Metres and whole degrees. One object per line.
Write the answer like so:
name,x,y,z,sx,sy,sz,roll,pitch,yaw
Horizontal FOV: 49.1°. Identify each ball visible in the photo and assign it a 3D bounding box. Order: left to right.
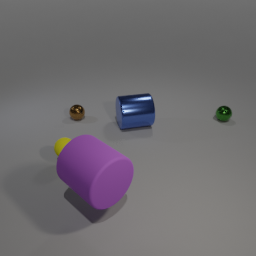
ball,-2.135,0.670,9.455,0.700,0.700,0.700,0,29,0
ball,-2.284,-0.708,12.568,0.700,0.700,0.700,0,29,0
ball,4.258,-0.645,12.442,0.700,0.700,0.700,0,29,0

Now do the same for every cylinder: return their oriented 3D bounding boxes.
cylinder,-0.817,1.058,6.965,1.400,1.400,1.400,-26,40,-38
cylinder,0.283,-0.714,11.847,1.400,1.400,1.400,-7,30,-12
